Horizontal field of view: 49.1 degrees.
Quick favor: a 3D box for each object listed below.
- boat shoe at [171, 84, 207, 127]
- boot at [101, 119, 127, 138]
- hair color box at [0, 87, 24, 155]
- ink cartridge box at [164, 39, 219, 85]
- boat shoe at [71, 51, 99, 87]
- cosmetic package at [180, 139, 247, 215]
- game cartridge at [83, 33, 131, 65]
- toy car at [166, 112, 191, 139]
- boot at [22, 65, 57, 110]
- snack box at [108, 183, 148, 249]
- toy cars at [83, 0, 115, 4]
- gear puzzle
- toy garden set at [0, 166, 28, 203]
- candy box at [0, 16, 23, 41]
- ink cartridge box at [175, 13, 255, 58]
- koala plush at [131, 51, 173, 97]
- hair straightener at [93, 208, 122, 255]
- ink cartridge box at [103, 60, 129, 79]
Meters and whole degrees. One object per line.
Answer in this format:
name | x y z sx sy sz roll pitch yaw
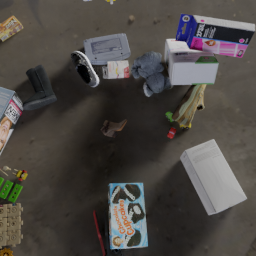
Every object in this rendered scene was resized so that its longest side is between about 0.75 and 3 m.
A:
boat shoe | 2.700 -1.058 11.379 0.923 0.869 2.425 35 71 0
boot | -0.597 -0.095 11.222 0.730 0.351 0.998 31 72 13
hair color box | -5.007 -0.135 10.733 0.775 1.266 2.557 17 69 7
ink cartridge box | 2.475 -2.754 11.416 1.695 0.983 2.340 -1 39 -1
boat shoe | -1.968 -2.546 11.934 0.678 0.642 1.938 -37 75 24
cosmetic package | 3.006 1.770 10.123 1.270 1.002 2.361 -19 70 -9
game cartridge | -0.944 -3.509 12.566 1.981 0.405 1.318 -11 65 -4
toy car | 1.879 -0.248 11.328 1.123 0.250 1.057 -29 71 -11
boot | -3.930 -1.707 11.715 1.427 0.568 1.731 -20 74 -19
snack box | -0.032 3.035 9.808 1.252 0.400 2.156 2 68 -14
toy cars | -1.034 -4.800 10.217 2.108 0.945 0.467 -21 108 -41
gear puzzle | -4.180 3.666 9.814 1.019 0.258 1.967 -5 71 -4
toy garden set | -4.542 1.976 10.453 1.422 0.284 1.185 20 72 8
candy box | -5.578 -4.626 13.016 1.175 0.325 0.678 -40 74 -14
ink cartridge box | 3.125 -3.396 10.336 2.636 1.248 0.489 12 58 5
koala plush | 1.018 -2.166 11.569 1.447 1.500 1.632 -16 81 -6
hair straightener | -0.624 3.781 9.644 0.791 0.420 2.055 -13 69 -5
ink cartridge box | -0.539 -2.529 12.161 1.129 0.381 0.657 -5 69 -2
